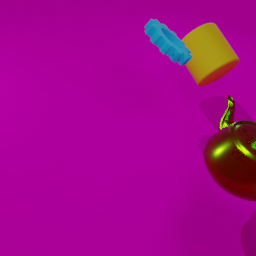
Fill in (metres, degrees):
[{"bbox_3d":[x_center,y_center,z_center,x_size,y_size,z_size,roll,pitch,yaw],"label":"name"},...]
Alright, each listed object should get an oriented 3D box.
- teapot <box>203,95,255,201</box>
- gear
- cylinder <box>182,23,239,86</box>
[{"bbox_3d":[1.825,0.358,4.265,1.265,0.997,2.035,3,45,-18],"label":"teapot"},{"bbox_3d":[0.830,-1.750,5.707,1.116,0.206,1.116,30,34,-23],"label":"gear"},{"bbox_3d":[2.086,-1.904,7.383,1.182,1.182,1.182,-24,77,-19],"label":"cylinder"}]
